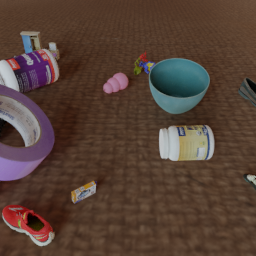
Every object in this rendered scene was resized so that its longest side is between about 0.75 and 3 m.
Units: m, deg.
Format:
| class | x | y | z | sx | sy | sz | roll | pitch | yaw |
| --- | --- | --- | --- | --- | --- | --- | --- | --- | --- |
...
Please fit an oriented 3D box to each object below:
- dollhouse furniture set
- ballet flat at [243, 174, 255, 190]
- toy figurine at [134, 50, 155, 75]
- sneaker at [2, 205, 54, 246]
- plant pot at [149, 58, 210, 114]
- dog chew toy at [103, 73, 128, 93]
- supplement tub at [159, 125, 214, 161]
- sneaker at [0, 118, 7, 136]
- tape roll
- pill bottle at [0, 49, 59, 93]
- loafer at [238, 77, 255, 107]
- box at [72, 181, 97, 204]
| class | x | y | z | sx | sy | sz | roll | pitch | yaw |
| --- | --- | --- | --- | --- | --- | --- | --- | --- | --- |
| dollhouse furniture set | -4.861 | -3.837 | 14.258 | 2.029 | 1.402 | 2.149 | 4 | 38 | 5 |
| ballet flat | 3.653 | 1.538 | 8.112 | 0.258 | 0.260 | 0.760 | -15 | 39 | -16 |
| toy figurine | 0.992 | -3.124 | 13.878 | 0.917 | 0.807 | 1.530 | 19 | 42 | 15 |
| sneaker | -2.449 | 2.214 | 6.868 | 1.604 | 0.681 | 0.618 | 19 | 41 | 23 |
| plant pot | 1.883 | -1.416 | 10.828 | 2.205 | 1.485 | 2.205 | -1 | 52 | 1 |
| dog chew toy | -0.569 | -1.931 | 12.352 | 1.207 | 0.752 | 0.752 | -35 | 49 | -27 |
| supplement tub | 1.804 | 0.468 | 8.818 | 1.532 | 1.106 | 1.106 | -2 | 37 | -2 |
| sneaker | -4.774 | -0.087 | 9.833 | 1.145 | 1.090 | 2.890 | 31 | 51 | 15 |
| tape roll | -3.647 | 0.039 | 8.134 | 2.909 | 0.954 | 2.909 | 37 | 27 | -22 |
| pill bottle | -4.533 | -2.392 | 12.234 | 2.738 | 1.540 | 1.540 | -28 | 45 | -32 |
| loafer | 5.470 | -1.315 | 11.491 | 0.819 | 0.717 | 2.279 | -17 | 40 | -21 |
| box | -1.168 | 1.740 | 7.671 | 0.769 | 0.458 | 0.159 | -22 | 55 | -26 |
